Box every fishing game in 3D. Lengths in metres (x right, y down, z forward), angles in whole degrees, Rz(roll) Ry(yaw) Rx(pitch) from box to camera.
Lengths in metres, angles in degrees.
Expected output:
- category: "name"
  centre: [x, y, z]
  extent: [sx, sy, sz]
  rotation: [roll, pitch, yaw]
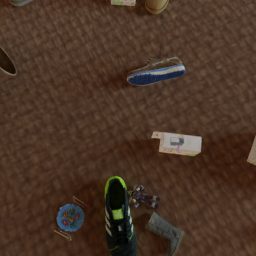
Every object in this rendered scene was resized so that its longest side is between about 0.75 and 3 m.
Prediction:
- category: "fishing game"
  centre: [-1.876, 2.910, 9.118]
  extent: [0.906, 0.197, 1.265]
  rotation: [31, 77, 5]

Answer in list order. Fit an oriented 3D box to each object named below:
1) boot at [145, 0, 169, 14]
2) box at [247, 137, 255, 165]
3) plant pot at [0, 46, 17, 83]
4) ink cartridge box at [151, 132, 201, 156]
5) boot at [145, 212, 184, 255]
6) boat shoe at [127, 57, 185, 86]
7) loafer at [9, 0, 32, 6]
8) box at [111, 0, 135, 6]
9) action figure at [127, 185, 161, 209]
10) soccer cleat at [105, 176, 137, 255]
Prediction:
- category: "boot"
  centre: [1.343, -5.972, 10.161]
  extent: [0.913, 2.761, 2.418]
  rotation: [19, 76, 5]
- category: "box"
  centre: [5.340, 0.912, 8.984]
  extent: [2.281, 1.458, 1.243]
  rotation: [24, 76, 6]
- category: "plant pot"
  centre: [-5.381, -2.015, 9.723]
  extent: [2.085, 1.949, 1.949]
  rotation: [-36, 78, 5]
- category: "ink cartridge box"
  centre: [1.561, 0.542, 9.369]
  extent: [1.559, 0.913, 0.525]
  rotation: [7, 75, 2]
- category: "boot"
  centre: [1.080, 3.399, 8.863]
  extent: [1.161, 0.421, 1.056]
  rotation: [29, 63, 0]
- category: "boat shoe"
  centre: [0.953, -2.121, 10.228]
  extent: [2.170, 0.784, 0.785]
  rotation: [-11, 70, -13]
- category: "loafer"
  centre: [-3.606, -5.844, 11.078]
  extent: [2.661, 0.927, 1.001]
  rotation: [-39, 78, -10]
- category: "box"
  centre: [-0.162, -5.424, 11.200]
  extent: [0.986, 0.477, 0.870]
  rotation: [4, 76, 1]
- category: "action figure"
  centre: [0.495, 2.300, 9.194]
  extent: [1.129, 0.392, 0.735]
  rotation: [19, 82, 8]
- category: "soccer cleat"
  centre: [-0.298, 2.882, 8.619]
  extent: [0.945, 1.135, 2.800]
  rotation: [-9, 75, -2]
